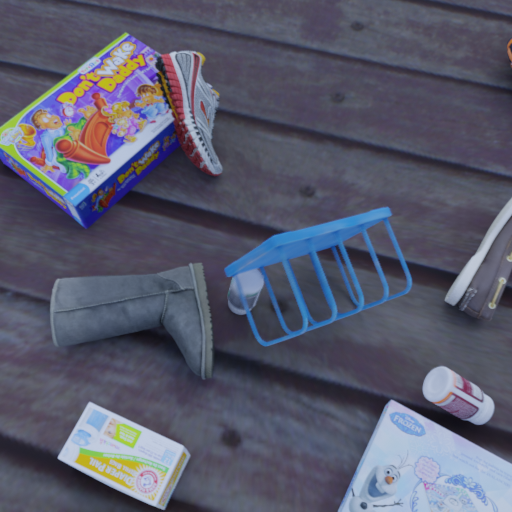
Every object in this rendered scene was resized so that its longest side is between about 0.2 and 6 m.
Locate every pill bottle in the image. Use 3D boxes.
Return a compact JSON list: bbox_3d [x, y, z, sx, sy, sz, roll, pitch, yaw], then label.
[{"bbox_3d":[2.819,1.958,7.788,0.906,0.517,0.517,32,63,-17],"label":"pill bottle"},{"bbox_3d":[-0.181,0.549,8.506,0.465,0.821,0.465,6,57,-9],"label":"pill bottle"}]

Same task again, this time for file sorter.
[{"bbox_3d":[0.919,0.310,7.899,2.066,1.434,1.267,-16,81,-32],"label":"file sorter"}]

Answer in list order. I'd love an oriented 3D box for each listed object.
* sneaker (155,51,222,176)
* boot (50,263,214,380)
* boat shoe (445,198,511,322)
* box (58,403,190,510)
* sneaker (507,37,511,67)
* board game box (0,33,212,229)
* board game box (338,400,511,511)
[{"bbox_3d":[-0.941,-2.405,9.548,0.893,2.173,0.846,-23,22,-17],"label":"sneaker"},{"bbox_3d":[-1.828,1.023,8.278,2.310,0.838,2.100,-6,48,-11],"label":"boot"},{"bbox_3d":[3.912,-0.072,8.845,0.730,0.881,2.452,34,72,16],"label":"boat shoe"},{"bbox_3d":[-1.716,2.673,7.451,1.451,0.736,0.816,20,64,10],"label":"box"},{"bbox_3d":[6.229,-4.031,10.711,2.814,1.092,1.577,2,49,-2],"label":"sneaker"},{"bbox_3d":[-2.688,-2.361,10.113,2.238,0.745,3.329,35,68,17],"label":"board game box"},{"bbox_3d":[2.251,3.274,7.301,2.012,0.436,2.002,27,65,13],"label":"board game box"}]
